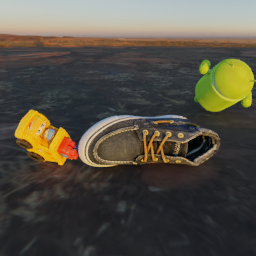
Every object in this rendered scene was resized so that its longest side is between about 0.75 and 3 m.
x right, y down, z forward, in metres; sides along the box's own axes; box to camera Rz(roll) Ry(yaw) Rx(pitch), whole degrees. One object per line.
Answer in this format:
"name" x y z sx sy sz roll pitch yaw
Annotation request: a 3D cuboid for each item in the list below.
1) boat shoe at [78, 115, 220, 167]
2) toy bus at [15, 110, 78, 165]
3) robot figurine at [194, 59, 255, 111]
"boat shoe" 0.452 0.253 4.914 2.473 0.875 1.123 -11 20 -32
"toy bus" -1.323 0.229 4.871 0.935 0.974 0.661 14 60 20
"robot figurine" 2.604 -1.140 7.701 1.701 1.122 1.939 38 -19 -1
